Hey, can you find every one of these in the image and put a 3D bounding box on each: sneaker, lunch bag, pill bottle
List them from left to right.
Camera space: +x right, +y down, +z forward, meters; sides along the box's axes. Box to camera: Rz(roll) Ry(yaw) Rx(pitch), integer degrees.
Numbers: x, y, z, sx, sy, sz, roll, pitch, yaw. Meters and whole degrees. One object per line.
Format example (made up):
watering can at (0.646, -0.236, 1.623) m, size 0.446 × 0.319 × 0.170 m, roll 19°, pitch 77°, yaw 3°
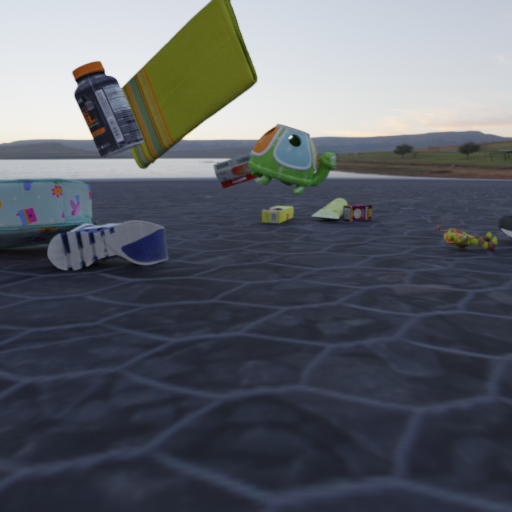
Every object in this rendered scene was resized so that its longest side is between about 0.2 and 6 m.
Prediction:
lunch bag at (-4.712, -0.775, 11.437) m, size 2.802 × 1.080 × 2.247 m, roll -5°, pitch -9°, yaw -21°
pill bottle at (-1.527, -1.483, 5.654) m, size 0.475 × 0.895 × 0.475 m, roll -21°, pitch 11°, yaw 5°
sneaker at (-2.791, -0.296, 10.538) m, size 2.132 × 0.861 × 1.231 m, roll -5°, pitch 13°, yaw -19°
sneaker at (6.993, -0.843, 12.320) m, size 3.055 × 1.293 × 1.138 m, roll 5°, pitch 11°, yaw 27°

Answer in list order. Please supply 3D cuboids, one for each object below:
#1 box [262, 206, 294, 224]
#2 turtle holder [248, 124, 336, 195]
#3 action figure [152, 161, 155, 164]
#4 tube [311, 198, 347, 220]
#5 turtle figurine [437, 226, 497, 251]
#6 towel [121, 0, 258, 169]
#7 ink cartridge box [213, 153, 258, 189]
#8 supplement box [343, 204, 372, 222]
box at (0.690, -1.288, 17.280) m, size 0.597 × 0.397 × 1.585 m, roll 4°, pitch 10°, yaw 18°
turtle holder at (0.650, -1.700, 9.909) m, size 1.474 × 1.047 × 1.120 m, roll 20°, pitch 15°, yaw 8°
action figure at (-2.074, -3.418, 12.688) m, size 1.406 × 2.381 × 0.651 m, roll 41°, pitch 5°, yaw -22°
tube at (2.441, -1.414, 17.749) m, size 0.624 × 0.558 × 2.151 m, roll -38°, pitch -1°, yaw 26°
turtle figurine at (4.494, -0.337, 11.938) m, size 1.115 × 0.445 × 1.383 m, roll 7°, pitch 7°, yaw 2°
towel at (-1.440, -3.038, 10.385) m, size 0.343 × 1.634 × 3.798 m, roll -21°, pitch 0°, yaw -44°
ink cartridge box at (-0.418, -1.761, 12.241) m, size 0.866 × 0.268 × 1.068 m, roll -18°, pitch -26°, yaw 2°
supplement box at (3.114, -1.326, 17.242) m, size 0.868 × 0.479 × 0.372 m, roll -7°, pitch 13°, yaw -30°
